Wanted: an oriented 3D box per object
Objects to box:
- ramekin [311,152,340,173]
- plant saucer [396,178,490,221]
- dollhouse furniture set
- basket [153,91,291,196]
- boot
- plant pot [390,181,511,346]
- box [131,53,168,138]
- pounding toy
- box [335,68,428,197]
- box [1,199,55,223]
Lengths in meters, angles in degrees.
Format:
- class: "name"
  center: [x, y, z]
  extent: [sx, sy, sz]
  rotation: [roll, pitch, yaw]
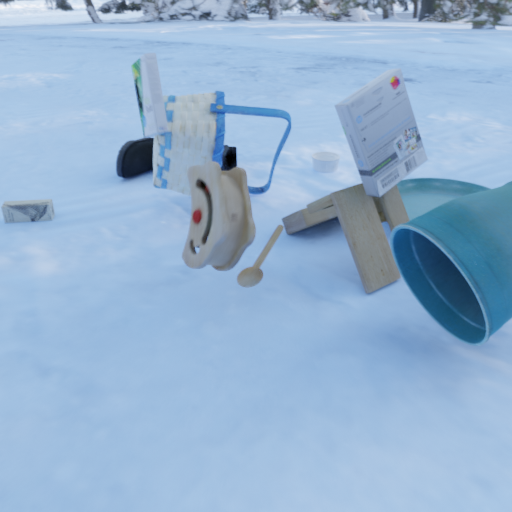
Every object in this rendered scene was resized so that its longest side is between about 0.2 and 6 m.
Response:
- class: "ramekin"
  center: [1.706, -2.301, 13.785]
  extent: [0.698, 0.340, 0.698]
  rotation: [-1, 29, 0]
- class: "plant saucer"
  center: [3.772, -0.927, 11.215]
  extent: [2.743, 0.376, 2.743]
  rotation: [0, 29, 0]
- class: "dollhouse furniture set"
  center: [1.726, -0.290, 10.040]
  extent: [1.952, 1.672, 2.053]
  rotation: [-20, -1, -32]
- class: "basket"
  center: [-0.748, -2.173, 11.216]
  extent: [2.564, 2.260, 1.783]
  rotation: [10, 52, -10]
- class: "boot"
  center: [-1.839, -2.272, 13.387]
  extent: [2.433, 0.799, 2.005]
  rotation: [11, 32, 11]
- class: "plant pot"
  center: [2.977, -0.065, 7.243]
  extent: [1.699, 1.808, 1.808]
  rotation: [-33, 36, -8]
- class: "box"
  center: [-1.844, -2.731, 9.648]
  extent: [0.234, 1.290, 0.931]
  rotation: [-11, 10, -24]
- class: "pounding toy"
  center: [-0.386, -0.384, 8.426]
  extent: [1.161, 2.024, 1.157]
  rotation: [6, -25, -37]
- class: "box"
  center: [1.987, -1.904, 8.742]
  extent: [1.230, 1.578, 0.325]
  rotation: [-37, 29, -21]
- class: "box"
  center: [-4.530, -0.895, 11.149]
  extent: [0.932, 0.383, 0.319]
  rotation: [-5, 29, -7]
